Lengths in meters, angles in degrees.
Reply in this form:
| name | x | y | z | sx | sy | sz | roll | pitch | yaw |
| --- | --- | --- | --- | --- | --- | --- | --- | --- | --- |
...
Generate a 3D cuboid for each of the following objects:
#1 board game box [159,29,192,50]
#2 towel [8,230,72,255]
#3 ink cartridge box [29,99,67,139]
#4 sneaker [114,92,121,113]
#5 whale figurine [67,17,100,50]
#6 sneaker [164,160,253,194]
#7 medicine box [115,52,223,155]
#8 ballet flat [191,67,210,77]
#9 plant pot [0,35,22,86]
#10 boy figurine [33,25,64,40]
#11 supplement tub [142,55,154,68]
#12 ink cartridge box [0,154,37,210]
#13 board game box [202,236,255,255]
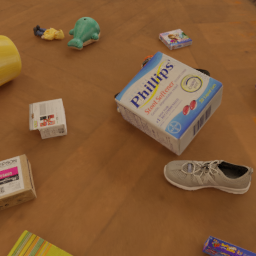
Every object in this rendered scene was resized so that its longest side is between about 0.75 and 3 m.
| name | x | y | z | sx | sy | sz | roll | pitch | yaw |
| --- | --- | --- | --- | --- | --- | --- | --- | --- | --- |
| board game box | 2.576 | -4.829 | 15.227 | 1.322 | 0.272 | 1.319 | -19 | 51 | -16 |
| towel | -2.078 | 3.870 | 7.599 | 2.641 | 0.238 | 1.137 | 21 | 57 | 16 |
| ink cartridge box | -3.156 | -0.362 | 11.033 | 1.312 | 0.627 | 1.495 | -10 | 49 | -8 |
| sneaker | -0.353 | -1.117 | 11.819 | 0.635 | 0.438 | 1.142 | 23 | 48 | 12 |
| whale figurine | -2.385 | -5.044 | 14.833 | 1.757 | 1.146 | 2.208 | 18 | 52 | 15 |
| sneaker | 2.614 | 1.360 | 9.151 | 2.835 | 1.162 | 1.059 | 4 | 49 | 3 |
| medicine box | 1.514 | -0.969 | 10.480 | 2.921 | 1.503 | 2.660 | 35 | 76 | 26 |
| ballet flat | 2.992 | -2.588 | 13.230 | 1.726 | 0.490 | 0.574 | 17 | 90 | 17 |
| plant pot | -6.244 | -2.730 | 11.839 | 2.935 | 2.935 | 2.761 | 32 | 41 | 25 |
| boy figurine | -4.335 | -5.191 | 15.383 | 1.705 | 0.549 | 1.060 | 16 | 48 | 16 |
| supplement tub | 1.114 | -2.546 | 12.746 | 0.966 | 0.966 | 1.577 | -2 | 49 | -1 |
| ink cartridge box | -4.033 | 1.821 | 9.078 | 1.791 | 0.673 | 1.475 | -18 | 52 | -14 |
| board game box | 2.724 | 3.379 | 7.567 | 1.251 | 0.841 | 0.280 | 17 | 59 | 14 |
